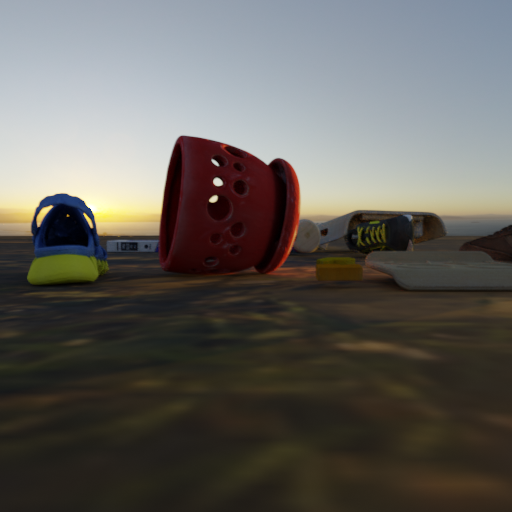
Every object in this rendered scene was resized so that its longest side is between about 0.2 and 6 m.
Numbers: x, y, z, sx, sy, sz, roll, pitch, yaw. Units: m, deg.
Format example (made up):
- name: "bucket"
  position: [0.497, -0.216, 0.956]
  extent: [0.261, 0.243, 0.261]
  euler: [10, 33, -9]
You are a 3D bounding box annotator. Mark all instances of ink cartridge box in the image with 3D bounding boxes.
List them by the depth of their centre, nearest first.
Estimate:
- name: "ink cartridge box"
  position: [-2.572, -0.224, 12.671]
  extent: [1.434, 0.281, 0.713]
  euler: [-1, 2, 12]
- name: "ink cartridge box"
  position: [1.612, -0.511, 14.412]
  extent: [0.354, 0.626, 0.853]
  euler: [28, -4, -15]

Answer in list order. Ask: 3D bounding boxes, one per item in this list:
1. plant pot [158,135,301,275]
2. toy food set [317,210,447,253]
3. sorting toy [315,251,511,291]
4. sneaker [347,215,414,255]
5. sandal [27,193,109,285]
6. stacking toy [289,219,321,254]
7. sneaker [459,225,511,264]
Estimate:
- name: "plant pot"
  position: [-0.315, -0.475, 6.177]
  extent: [1.350, 1.482, 1.482]
  euler: [9, 0, -17]
- name: "toy food set"
  position: [2.562, -0.394, 12.663]
  extent: [2.772, 0.837, 1.989]
  euler: [0, -9, -26]
- name: "sorting toy"
  position: [1.480, 0.163, 5.163]
  extent: [1.921, 0.257, 1.431]
  euler: [0, 7, 1]
- name: "sneaker"
  position: [2.125, -0.276, 9.722]
  extent: [0.807, 0.710, 1.908]
  euler: [1, -7, -8]
- name: "sandal"
  position: [-1.904, -0.172, 5.747]
  extent: [0.768, 0.841, 1.933]
  euler: [-3, 2, -18]
- name: "stacking toy"
  position: [0.666, -0.315, 11.078]
  extent: [0.645, 0.645, 1.511]
  euler: [-1, -4, -22]
- name: "sneaker"
  position: [3.378, -0.202, 6.621]
  extent: [0.720, 0.772, 2.043]
  euler: [-4, 5, -40]
